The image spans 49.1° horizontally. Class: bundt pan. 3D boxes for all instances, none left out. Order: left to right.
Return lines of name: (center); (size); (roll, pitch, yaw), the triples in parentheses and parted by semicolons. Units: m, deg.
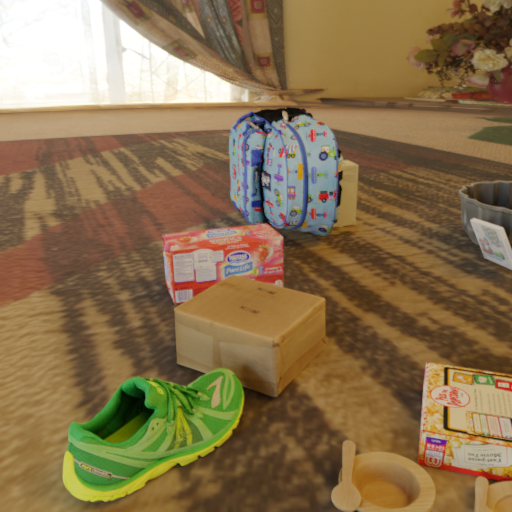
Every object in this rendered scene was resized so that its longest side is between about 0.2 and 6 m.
bundt pan: (5.969, -0.759, 12.210); (3.094, 1.161, 3.094); (0, 19, 0)

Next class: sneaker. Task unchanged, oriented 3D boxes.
sneaker: (-0.942, 1.673, 5.856); (0.830, 0.936, 2.240); (16, 25, 38)

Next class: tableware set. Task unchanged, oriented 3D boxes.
tableware set: (1.644, 2.462, 4.608); (2.706, 0.314, 2.261); (6, 21, 14)

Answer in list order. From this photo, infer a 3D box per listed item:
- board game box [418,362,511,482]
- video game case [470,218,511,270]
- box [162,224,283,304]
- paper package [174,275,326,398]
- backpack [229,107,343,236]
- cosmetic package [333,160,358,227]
board game box: (2.802, 1.833, 6.119); (1.924, 0.446, 1.458); (7, 21, 17)
video game case: (4.569, -0.235, 10.788); (0.118, 0.905, 0.994); (-29, 17, -2)
box: (-0.590, 0.103, 10.014); (2.029, 1.012, 0.969); (-7, 22, -16)
paper package: (-0.053, 1.028, 7.744); (1.663, 0.860, 1.585); (11, 23, 30)
backpack: (0.704, -1.842, 12.862); (2.089, 2.834, 3.105); (-5, 25, -15)
cosmetic package: (1.988, -1.514, 13.724); (0.819, 1.523, 0.646); (-5, 21, -15)
